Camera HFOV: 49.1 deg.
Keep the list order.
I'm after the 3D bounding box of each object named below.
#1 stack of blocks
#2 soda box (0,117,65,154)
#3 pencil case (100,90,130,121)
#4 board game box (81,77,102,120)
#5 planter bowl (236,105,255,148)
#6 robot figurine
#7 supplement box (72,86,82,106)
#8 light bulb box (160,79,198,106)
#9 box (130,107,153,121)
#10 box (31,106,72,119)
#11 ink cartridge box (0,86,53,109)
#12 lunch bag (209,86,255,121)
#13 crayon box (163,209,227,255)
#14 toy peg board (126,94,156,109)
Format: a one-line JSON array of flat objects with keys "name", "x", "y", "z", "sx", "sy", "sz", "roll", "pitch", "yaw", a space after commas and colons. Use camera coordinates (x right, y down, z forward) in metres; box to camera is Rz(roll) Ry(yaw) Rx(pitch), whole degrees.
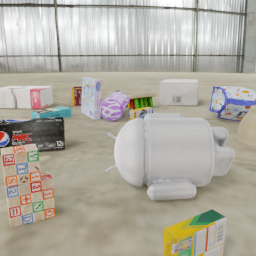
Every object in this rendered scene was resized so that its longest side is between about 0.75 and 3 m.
[{"name": "stack of blocks", "x": -1.576, "y": 0.884, "z": 4.449, "sx": 0.691, "sy": 1.199, "sz": 0.351, "roll": -8, "pitch": 16, "yaw": -26}, {"name": "soda box", "x": -3.007, "y": 0.195, "z": 7.819, "sx": 2.425, "sy": 0.858, "sz": 0.768, "roll": -3, "pitch": 12, "yaw": -14}, {"name": "pencil case", "x": -0.529, "y": -0.980, "z": 12.190, "sx": 1.011, "sy": 0.993, "sz": 2.366, "roll": 1, "pitch": 17, "yaw": 7}, {"name": "board game box", "x": -1.609, "y": -1.334, "z": 12.202, "sx": 0.344, "sy": 1.667, "sz": 1.671, "roll": -2, "pitch": 15, "yaw": -27}, {"name": "planter bowl", "x": 4.205, "y": -0.093, "z": 8.488, "sx": 1.655, "sy": 1.114, "sz": 1.655, "roll": 1, "pitch": 14, "yaw": 0}, {"name": "robot figurine", "x": 0.788, "y": 0.486, "z": 5.638, "sx": 2.447, "sy": 1.382, "sz": 2.075, "roll": 1, "pitch": 46, "yaw": 1}, {"name": "supplement box", "x": -2.378, "y": -1.807, "z": 15.593, "sx": 1.352, "sy": 0.910, "sz": 1.371, "roll": -1, "pitch": 14, "yaw": -6}, {"name": "light bulb box", "x": 2.905, "y": -2.050, "z": 15.771, "sx": 2.033, "sy": 1.280, "sz": 2.051, "roll": 3, "pitch": 14, "yaw": 13}, {"name": "box", "x": 0.525, "y": -0.372, "z": 10.396, "sx": 0.245, "sy": 0.702, "sz": 1.180, "roll": 11, "pitch": 17, "yaw": 38}, {"name": "box", "x": -3.225, "y": -0.591, "z": 11.874, "sx": 0.657, "sy": 0.392, "sz": 1.597, "roll": 12, "pitch": 18, "yaw": 38}, {"name": "ink cartridge box", "x": -5.418, "y": -1.641, "z": 14.705, "sx": 2.449, "sy": 1.039, "sz": 1.784, "roll": -1, "pitch": 14, "yaw": 5}, {"name": "lunch bag", "x": 4.490, "y": -0.984, "z": 11.360, "sx": 1.872, "sy": 1.363, "sz": 2.202, "roll": 6, "pitch": 7, "yaw": 1}, {"name": "crayon box", "x": 0.758, "y": 1.448, "z": 3.421, "sx": 0.984, "sy": 0.619, "sz": 0.254, "roll": -9, "pitch": 17, "yaw": -31}, {"name": "toy peg board", "x": 0.505, "y": -1.275, "z": 14.375, "sx": 1.424, "sy": 0.696, "sz": 1.418, "roll": -9, "pitch": 1, "yaw": -37}]
